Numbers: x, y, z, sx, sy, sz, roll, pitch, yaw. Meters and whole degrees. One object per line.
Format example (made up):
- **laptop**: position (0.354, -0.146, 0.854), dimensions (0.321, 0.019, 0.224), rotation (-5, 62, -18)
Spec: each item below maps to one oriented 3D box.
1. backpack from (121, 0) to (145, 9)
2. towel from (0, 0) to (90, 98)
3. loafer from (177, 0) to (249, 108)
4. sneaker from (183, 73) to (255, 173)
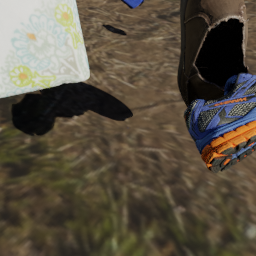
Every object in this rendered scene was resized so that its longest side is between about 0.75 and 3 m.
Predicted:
- **backpack**: position (0.247, -3.593, 6.543), dimensions (1.091, 1.342, 1.127), rotation (12, 54, -49)
- **towel**: position (-2.238, -1.720, 4.204), dimensions (2.994, 2.563, 0.721), rotation (-16, 21, -20)
- **loafer**: position (1.298, -0.838, 4.398), dimensions (1.042, 2.852, 1.012), rotation (-13, 51, 11)
- **sneaker**: position (1.614, -0.374, 3.327), dimensions (2.203, 0.830, 0.864), rotation (-26, 62, -19)
